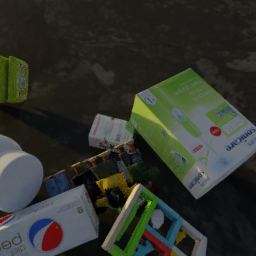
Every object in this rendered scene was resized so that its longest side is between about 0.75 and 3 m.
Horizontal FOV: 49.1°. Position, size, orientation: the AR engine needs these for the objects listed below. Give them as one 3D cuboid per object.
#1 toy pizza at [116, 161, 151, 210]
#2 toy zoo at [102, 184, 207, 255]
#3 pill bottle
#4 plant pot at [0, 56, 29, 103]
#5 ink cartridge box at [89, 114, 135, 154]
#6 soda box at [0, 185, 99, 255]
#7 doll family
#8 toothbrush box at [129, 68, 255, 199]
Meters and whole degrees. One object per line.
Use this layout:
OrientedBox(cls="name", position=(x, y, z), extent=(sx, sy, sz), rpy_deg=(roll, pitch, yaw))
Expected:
OrientedBox(cls="toy pizza", position=(-0.096, 1.543, 7.557), extent=(1.449, 0.230, 1.449), rpy_deg=(0, 54, 0))
OrientedBox(cls="toy zoo", position=(0.762, 2.422, 5.658), extent=(2.325, 0.238, 1.525), rpy_deg=(41, 48, -5))
OrientedBox(cls="pill bottle", position=(-3.546, 0.903, 6.689), extent=(2.876, 1.720, 1.720), rpy_deg=(14, 53, 27))
OrientedBox(cls="plant pot", position=(-3.989, -1.506, 8.760), extent=(1.462, 1.611, 1.603), rpy_deg=(4, 96, -7))
OrientedBox(cls="ink cartridge box", position=(-0.467, 0.185, 8.351), extent=(1.222, 0.513, 0.889), rpy_deg=(14, 54, 2))
OrientedBox(cls="soda box", position=(-2.113, 2.290, 6.030), extent=(2.874, 0.915, 0.979), rpy_deg=(-22, 97, -2))
OrientedBox(cls="doll family", position=(-0.692, 1.565, 6.709), extent=(2.971, 1.166, 1.717), rpy_deg=(-24, 90, 21))
OrientedBox(cls="toothbrush box", position=(1.820, 0.033, 7.772), extent=(2.173, 1.285, 2.984), rpy_deg=(-28, 66, -26))
